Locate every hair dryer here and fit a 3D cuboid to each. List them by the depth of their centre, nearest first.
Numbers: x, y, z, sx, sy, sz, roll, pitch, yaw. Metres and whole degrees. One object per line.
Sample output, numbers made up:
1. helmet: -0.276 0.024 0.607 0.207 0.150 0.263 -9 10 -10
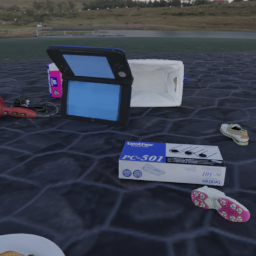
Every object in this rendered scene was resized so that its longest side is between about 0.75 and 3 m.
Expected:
1. hair dryer: -3.988 -0.690 9.513 2.115 0.754 2.777 15 27 29

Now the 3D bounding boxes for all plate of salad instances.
1. plate of salad: -1.997 1.830 2.516 2.970 0.713 2.970 -14 16 4

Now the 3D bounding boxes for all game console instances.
1. game console: -1.195 -1.247 8.526 2.467 2.106 1.460 7 67 16

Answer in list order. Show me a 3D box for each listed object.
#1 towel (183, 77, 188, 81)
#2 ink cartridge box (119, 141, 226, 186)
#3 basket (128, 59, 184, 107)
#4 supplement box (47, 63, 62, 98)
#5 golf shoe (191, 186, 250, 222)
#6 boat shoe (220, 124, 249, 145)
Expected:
1. towel: 2.196 -2.864 15.553 1.489 0.245 2.057 -7 23 -20
2. ink cartridge box: 0.955 0.757 6.281 2.192 0.485 1.030 3 21 8
3. basket: 0.793 -1.851 11.168 2.554 1.731 1.576 0 18 1
4. supplement box: -1.855 -2.069 12.019 2.797 1.416 1.446 6 23 14
5. golf shoe: 1.697 1.315 5.057 1.058 0.399 0.484 20 26 37
6. boat shoe: 3.076 0.079 8.065 0.436 0.399 1.168 -6 23 -14
